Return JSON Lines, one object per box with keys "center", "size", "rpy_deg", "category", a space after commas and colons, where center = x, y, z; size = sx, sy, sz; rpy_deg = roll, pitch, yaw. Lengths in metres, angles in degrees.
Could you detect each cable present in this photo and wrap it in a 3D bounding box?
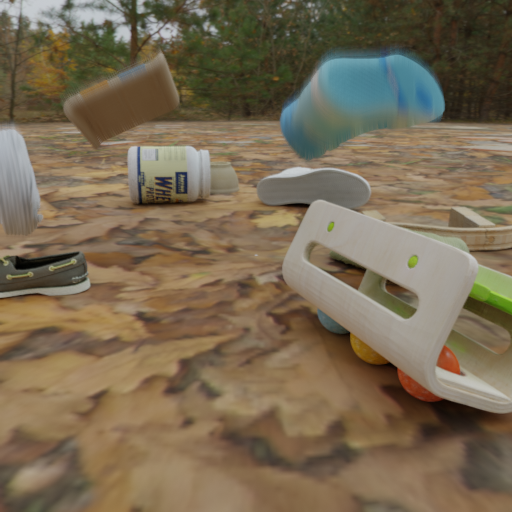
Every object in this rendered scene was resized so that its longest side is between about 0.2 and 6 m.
{"center": [-3.078, -0.899, 7.042], "size": [0.460, 1.328, 1.329], "rpy_deg": [-13, -9, -26], "category": "cable"}

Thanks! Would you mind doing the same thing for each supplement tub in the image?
{"center": [-1.987, -1.857, 12.825], "size": [1.796, 1.302, 1.302], "rpy_deg": [-2, 17, -9], "category": "supplement tub"}

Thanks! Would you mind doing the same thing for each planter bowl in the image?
{"center": [-0.977, -2.054, 14.506], "size": [1.088, 0.732, 1.088], "rpy_deg": [0, 16, 0], "category": "planter bowl"}

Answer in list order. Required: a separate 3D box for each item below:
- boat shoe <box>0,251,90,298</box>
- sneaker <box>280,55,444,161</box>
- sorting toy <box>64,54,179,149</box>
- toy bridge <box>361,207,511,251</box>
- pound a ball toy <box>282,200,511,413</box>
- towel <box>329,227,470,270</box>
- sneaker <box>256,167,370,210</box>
{"center": [-3.039, 0.227, 7.204], "size": [1.708, 0.511, 0.611], "rpy_deg": [-3, 17, -10], "category": "boat shoe"}
{"center": [1.410, -2.059, 8.091], "size": [2.514, 1.000, 1.641], "rpy_deg": [-7, -14, -35], "category": "sneaker"}
{"center": [-2.051, -2.407, 8.726], "size": [1.658, 0.302, 1.535], "rpy_deg": [-30, -9, -4], "category": "sorting toy"}
{"center": [3.674, -0.452, 9.544], "size": [3.578, 0.487, 1.203], "rpy_deg": [-1, 19, -5], "category": "toy bridge"}
{"center": [1.707, 0.605, 5.252], "size": [1.967, 1.281, 3.016], "rpy_deg": [21, 7, -26], "category": "pound a ball toy"}
{"center": [2.003, -0.103, 8.177], "size": [1.358, 0.334, 1.831], "rpy_deg": [-14, 18, -21], "category": "towel"}
{"center": [1.453, -1.653, 12.798], "size": [2.552, 0.940, 1.475], "rpy_deg": [6, 20, 22], "category": "sneaker"}
